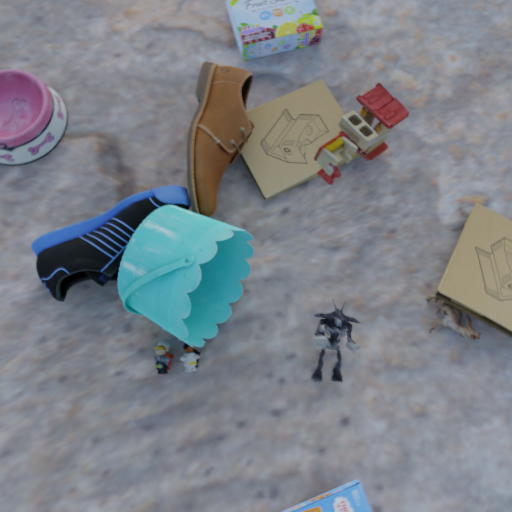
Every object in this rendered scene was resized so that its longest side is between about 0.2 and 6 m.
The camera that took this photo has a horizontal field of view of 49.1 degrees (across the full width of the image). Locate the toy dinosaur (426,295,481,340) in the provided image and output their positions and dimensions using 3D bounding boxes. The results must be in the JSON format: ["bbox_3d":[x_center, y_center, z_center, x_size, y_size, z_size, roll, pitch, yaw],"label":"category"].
[{"bbox_3d":[3.531,1.009,10.013,0.800,0.507,1.181,6,61,-5],"label":"toy dinosaur"}]

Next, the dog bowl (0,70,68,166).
[{"bbox_3d":[-4.830,-2.818,11.111,1.955,0.721,1.955,0,72,1],"label":"dog bowl"}]

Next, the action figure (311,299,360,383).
[{"bbox_3d":[1.346,1.472,9.523,0.827,0.710,1.392,7,97,-4],"label":"action figure"}]

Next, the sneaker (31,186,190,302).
[{"bbox_3d":[-2.478,-0.213,10.156,3.039,1.066,1.184,-24,77,-1],"label":"sneaker"}]

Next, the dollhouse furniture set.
[{"bbox_3d":[1.696,-2.134,10.245,2.094,1.127,0.851,-35,75,-26],"label":"dollhouse furniture set"}]

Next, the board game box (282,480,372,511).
[{"bbox_3d":[0.850,4.895,8.736,2.456,0.449,1.858,-20,73,-6],"label":"board game box"}]

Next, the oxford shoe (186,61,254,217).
[{"bbox_3d":[-0.652,-2.172,10.554,1.132,1.133,3.175,7,80,6],"label":"oxford shoe"}]

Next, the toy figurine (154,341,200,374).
[{"bbox_3d":[-1.361,1.702,9.612,0.778,0.766,0.541,-4,85,-1],"label":"toy figurine"}]

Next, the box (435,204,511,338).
[{"bbox_3d":[4.436,0.278,10.115,1.823,0.237,2.230,29,61,9],"label":"box"}]

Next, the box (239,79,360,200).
[{"bbox_3d":[0.763,-2.354,11.213,2.274,0.242,1.859,-26,74,-9],"label":"box"}]

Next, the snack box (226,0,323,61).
[{"bbox_3d":[0.360,-5.084,11.910,1.745,0.590,1.471,-13,74,-5],"label":"snack box"}]

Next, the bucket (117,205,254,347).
[{"bbox_3d":[-1.164,0.290,9.376,1.448,2.225,2.225,24,73,18],"label":"bucket"}]
